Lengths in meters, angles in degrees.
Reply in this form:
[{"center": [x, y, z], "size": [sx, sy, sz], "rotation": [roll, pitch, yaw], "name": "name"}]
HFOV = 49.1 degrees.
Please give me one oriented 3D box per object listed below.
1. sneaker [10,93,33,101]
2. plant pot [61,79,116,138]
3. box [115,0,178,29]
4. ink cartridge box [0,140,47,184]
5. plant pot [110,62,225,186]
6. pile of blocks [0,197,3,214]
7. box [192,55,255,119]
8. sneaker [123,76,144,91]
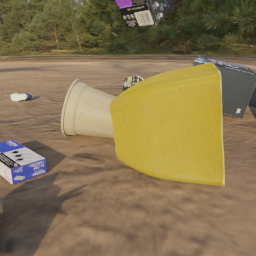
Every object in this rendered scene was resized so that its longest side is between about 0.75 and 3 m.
[{"center": [-4.408, -1.294, 11.737], "size": [0.828, 0.334, 0.606], "rotation": [-1, 6, 17], "name": "sneaker"}, {"center": [-0.786, -0.356, 7.223], "size": [1.391, 1.519, 1.519], "rotation": [14, 19, 5], "name": "plant pot"}, {"center": [0.577, -3.392, 7.125], "size": [1.018, 0.883, 1.665], "rotation": [10, 53, 38], "name": "box"}, {"center": [-2.317, 0.632, 5.612], "size": [0.696, 0.327, 1.480], "rotation": [-15, 23, -42], "name": "ink cartridge box"}, {"center": [0.770, -0.125, 5.619], "size": [2.014, 1.969, 1.956], "rotation": [-4, 16, 14], "name": "plant pot"}, {"center": [-1.911, 1.332, 2.921], "size": [0.637, 0.842, 2.051], "rotation": [-17, 9, -3], "name": "pile of blocks"}, {"center": [3.231, -1.604, 10.101], "size": [2.049, 1.478, 2.761], "rotation": [17, 22, 10], "name": "box"}, {"center": [0.554, -1.919, 12.754], "size": [0.964, 0.938, 2.419], "rotation": [3, 16, -20], "name": "sneaker"}]
